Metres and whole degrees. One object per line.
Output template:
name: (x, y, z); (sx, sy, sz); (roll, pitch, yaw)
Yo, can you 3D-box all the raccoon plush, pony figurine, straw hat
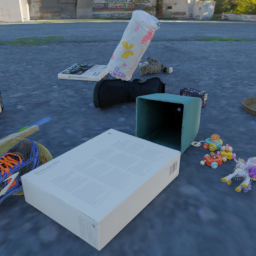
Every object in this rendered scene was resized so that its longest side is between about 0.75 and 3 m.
raccoon plush: (1.257, -2.804, 13.057); (1.557, 0.753, 1.043); (8, 34, 16)
pony figurine: (2.296, 0.881, 5.411); (0.755, 0.652, 0.782); (11, 41, 42)
straw hat: (-2.095, 0.787, 5.529); (1.164, 1.164, 0.492); (-13, -10, -25)

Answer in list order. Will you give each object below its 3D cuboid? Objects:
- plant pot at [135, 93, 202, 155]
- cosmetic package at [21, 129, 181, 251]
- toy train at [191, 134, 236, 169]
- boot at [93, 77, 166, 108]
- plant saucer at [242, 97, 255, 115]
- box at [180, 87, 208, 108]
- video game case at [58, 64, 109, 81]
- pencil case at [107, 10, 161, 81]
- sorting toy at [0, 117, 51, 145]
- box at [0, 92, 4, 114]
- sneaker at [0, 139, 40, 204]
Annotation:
plant pot: (1.150, -0.260, 7.036); (1.213, 1.213, 1.717); (12, 21, 31)
cosmetic package: (-0.398, 0.885, 5.227); (1.815, 0.622, 2.407); (20, 32, 33)
toy train: (1.962, 0.469, 6.469); (0.884, 0.327, 1.177); (-4, 26, -8)
boot: (0.141, -1.201, 9.325); (1.954, 0.888, 2.326); (5, 19, 20)
plant saucer: (4.473, -0.648, 8.960); (1.589, 0.234, 1.589); (1, 25, 0)
box: (2.186, -1.020, 9.423); (0.818, 0.500, 0.434); (22, 32, 37)
video game case: (-1.953, -2.640, 13.191); (1.931, 0.248, 2.124); (6, 27, 12)
pencil case: (0.175, -3.163, 10.927); (1.129, 2.715, 1.232); (35, 33, 3)
sorting toy: (-2.739, 0.450, 6.078); (1.406, 0.340, 2.497); (-15, 15, 41)
box: (-4.525, -0.394, 7.842); (1.379, 0.711, 2.365); (-3, 25, -7)
sneaker: (-2.176, 0.832, 4.695); (0.710, 0.739, 1.883); (19, 48, 15)
